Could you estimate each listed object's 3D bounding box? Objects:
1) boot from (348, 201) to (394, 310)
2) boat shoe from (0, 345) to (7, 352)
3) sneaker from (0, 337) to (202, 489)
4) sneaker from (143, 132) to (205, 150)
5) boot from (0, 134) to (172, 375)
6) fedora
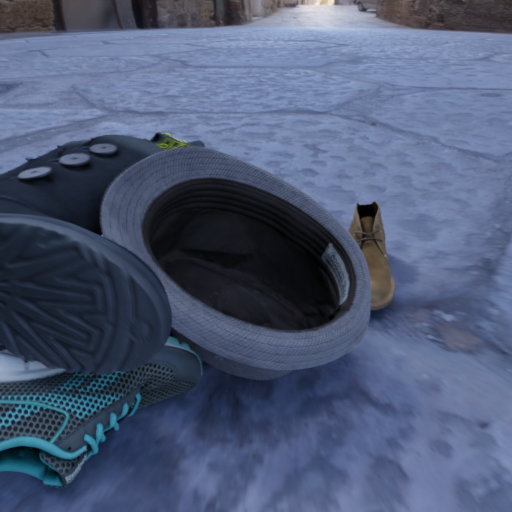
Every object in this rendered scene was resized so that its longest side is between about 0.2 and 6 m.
[{"bbox_3d":[1.528,-0.058,8.021,0.852,0.873,2.315,0,29,10],"label":"boot"},{"bbox_3d":[-1.960,0.565,6.746,2.909,1.047,0.956,-3,55,-41],"label":"boat shoe"},{"bbox_3d":[-1.674,1.487,5.129,2.665,1.034,1.216,-6,51,-29],"label":"sneaker"},{"bbox_3d":[-1.935,-2.471,12.752,1.846,0.781,0.687,-25,22,-39],"label":"sneaker"},{"bbox_3d":[-1.757,-0.390,6.247,3.125,1.244,3.791,15,22,10],"label":"boot"},{"bbox_3d":[-0.259,0.254,6.406,3.091,1.396,2.734,29,44,7],"label":"fedora"}]
